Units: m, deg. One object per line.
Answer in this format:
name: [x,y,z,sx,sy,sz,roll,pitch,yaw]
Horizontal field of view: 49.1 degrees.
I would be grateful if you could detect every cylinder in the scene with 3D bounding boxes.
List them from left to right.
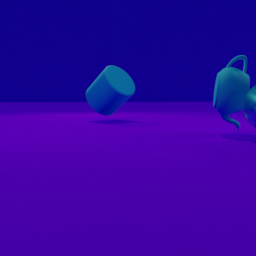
cylinder: [-0.623,-1.295,9.838,1.283,1.283,1.283,-6,-27,-47]
cylinder: [2.476,-0.280,4.562,0.928,0.928,0.928,1,17,7]

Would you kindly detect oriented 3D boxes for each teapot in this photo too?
teapot: [2.201,-0.702,5.824,0.774,1.582,0.983,7,17,13]
